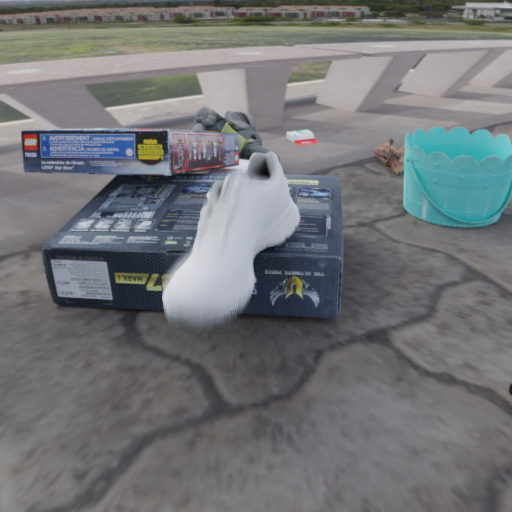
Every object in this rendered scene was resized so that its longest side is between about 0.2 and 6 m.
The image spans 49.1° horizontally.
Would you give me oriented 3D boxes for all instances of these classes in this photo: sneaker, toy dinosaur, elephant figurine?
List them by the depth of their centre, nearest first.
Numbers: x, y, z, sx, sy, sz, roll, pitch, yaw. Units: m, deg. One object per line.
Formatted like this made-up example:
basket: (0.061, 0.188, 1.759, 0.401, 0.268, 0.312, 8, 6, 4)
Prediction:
sneaker: (-0.356, -0.297, 6.633, 0.976, 1.141, 2.621, 5, 39, 26)
toy dinosaur: (3.164, -2.416, 13.422, 0.960, 0.608, 1.416, -23, 29, -26)
elephant figurine: (-0.511, -2.794, 13.612, 2.066, 1.603, 1.462, 7, -17, -8)

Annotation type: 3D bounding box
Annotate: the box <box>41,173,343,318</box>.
box: (-0.702, -0.355, 8.878, 4.119, 1.051, 3.248, 2, 28, 6)

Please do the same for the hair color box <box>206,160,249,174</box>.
hair color box: (-0.533, -1.438, 11.503, 0.924, 0.559, 1.847, 12, 30, 22)

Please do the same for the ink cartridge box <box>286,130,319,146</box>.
ink cartridge box: (1.286, -3.257, 15.428, 0.661, 0.206, 0.822, -10, 28, -18)

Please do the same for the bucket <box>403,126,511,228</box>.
bucket: (3.864, -1.541, 10.781, 2.176, 1.416, 2.176, -1, 27, 0)

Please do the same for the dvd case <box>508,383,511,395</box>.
dvd case: (3.970, 1.549, 6.188, 1.875, 0.164, 1.337, -14, 31, -25)

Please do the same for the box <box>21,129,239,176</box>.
box: (-1.997, -1.908, 10.139, 2.519, 0.734, 3.679, 3, 12, 14)

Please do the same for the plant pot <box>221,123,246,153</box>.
plant pot: (-0.578, -2.610, 12.789, 0.585, 0.636, 0.636, 29, 25, -12)
